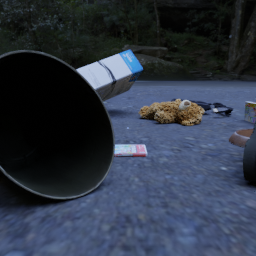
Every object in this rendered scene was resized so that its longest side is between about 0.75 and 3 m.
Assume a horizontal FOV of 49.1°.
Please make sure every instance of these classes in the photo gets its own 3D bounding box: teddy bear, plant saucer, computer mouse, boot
[{"bbox_3d":[1.686,-0.738,11.327,1.968,0.906,2.714,-8,14,-26],"label":"teddy bear"},{"bbox_3d":[3.764,0.288,7.943,1.700,0.293,1.700,1,12,0],"label":"plant saucer"},{"bbox_3d":[3.342,-0.822,12.678,2.654,0.611,1.863,3,15,-11],"label":"computer mouse"},{"bbox_3d":[3.512,0.415,5.363,2.028,1.021,2.712,0,20,34],"label":"boot"}]

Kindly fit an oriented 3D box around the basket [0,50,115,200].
[{"bbox_3d":[-2.000,-0.007,5.307,2.832,2.554,1.926,1,49,49],"label":"basket"}]

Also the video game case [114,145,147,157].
[{"bbox_3d":[-0.097,0.565,7.060,1.110,0.097,0.794,0,12,-1],"label":"video game case"}]

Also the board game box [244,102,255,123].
[{"bbox_3d":[4.930,-0.580,10.860,0.195,0.766,1.139,-2,11,-9],"label":"board game box"}]

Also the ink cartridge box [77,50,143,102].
[{"bbox_3d":[-1.019,-2.101,12.545,2.816,1.186,2.036,-28,-9,-27],"label":"ink cartridge box"}]
